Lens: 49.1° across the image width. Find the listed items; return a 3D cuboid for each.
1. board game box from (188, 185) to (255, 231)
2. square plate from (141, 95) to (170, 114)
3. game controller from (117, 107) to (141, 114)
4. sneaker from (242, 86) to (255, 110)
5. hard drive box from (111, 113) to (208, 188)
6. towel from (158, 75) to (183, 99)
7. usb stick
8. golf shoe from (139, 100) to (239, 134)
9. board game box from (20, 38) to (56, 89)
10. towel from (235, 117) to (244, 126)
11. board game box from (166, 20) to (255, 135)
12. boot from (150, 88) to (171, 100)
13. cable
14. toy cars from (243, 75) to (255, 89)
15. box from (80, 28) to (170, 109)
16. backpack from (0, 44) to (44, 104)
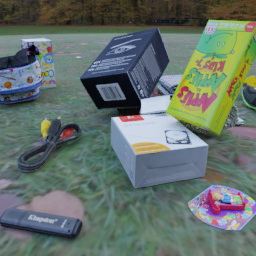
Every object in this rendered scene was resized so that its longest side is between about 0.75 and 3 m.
[{"bbox_3d":[1.816,1.361,5.254,1.317,0.256,1.040,-20,30,-39],"label":"board game box"},{"bbox_3d":[0.783,-0.638,7.869,0.829,0.119,0.837,-8,32,8],"label":"square plate"},{"bbox_3d":[0.895,-0.842,10.111,2.680,0.564,1.398,2,23,3],"label":"game controller"},{"bbox_3d":[5.124,-1.062,9.834,1.072,1.170,2.792,-6,24,-15],"label":"sneaker"},{"bbox_3d":[0.617,0.414,6.774,1.673,0.824,2.146,-6,23,-16],"label":"hard drive box"},{"bbox_3d":[2.371,-1.785,12.042,1.874,0.802,1.552,-5,24,-12],"label":"towel"},{"bbox_3d":[-1.480,1.595,4.729,1.409,0.230,0.391,5,23,12],"label":"usb stick"},{"bbox_3d":[1.841,-0.522,8.603,2.870,1.124,1.395,2,16,12],"label":"golf shoe"},{"bbox_3d":[-4.215,-3.012,13.171,1.123,2.180,1.143,-15,27,-31],"label":"board game box"},{"bbox_3d":[3.385,-0.259,9.279,0.726,0.130,0.754,-1,23,-4],"label":"towel"},{"bbox_3d":[2.004,-1.229,6.543,0.593,2.489,1.264,25,1,-45],"label":"board game box"},{"bbox_3d":[1.399,-1.268,11.379,1.108,0.356,1.032,15,40,39],"label":"boot"},{"bbox_3d":[-1.992,0.462,7.441,1.198,0.621,2.466,16,35,-5],"label":"cable"},{"bbox_3d":[5.952,-1.358,11.221,2.777,0.615,1.245,15,62,28],"label":"toy cars"},{"bbox_3d":[-0.011,-2.026,9.590,1.977,1.394,2.672,1,45,36],"label":"box"},{"bbox_3d":[-4.590,-2.054,11.167,2.610,2.010,2.486,-19,21,-14],"label":"backpack"}]
